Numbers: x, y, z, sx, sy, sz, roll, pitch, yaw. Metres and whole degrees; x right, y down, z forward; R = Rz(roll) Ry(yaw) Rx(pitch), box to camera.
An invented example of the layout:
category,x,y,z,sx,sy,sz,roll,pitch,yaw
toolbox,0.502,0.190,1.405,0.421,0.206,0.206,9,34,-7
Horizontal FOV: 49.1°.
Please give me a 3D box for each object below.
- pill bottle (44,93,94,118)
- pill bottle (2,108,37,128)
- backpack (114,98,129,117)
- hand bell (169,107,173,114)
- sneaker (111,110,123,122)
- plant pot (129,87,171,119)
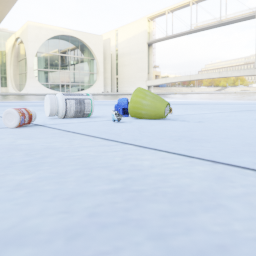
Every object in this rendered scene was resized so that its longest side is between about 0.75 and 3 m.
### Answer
category,x,y,z,sx,sy,sz,roll,pitch,yaw
pill bottle,-2.510,-0.959,11.985,1.915,1.083,1.083,-3,7,-30
pill bottle,-3.374,-0.339,8.830,0.599,0.599,1.068,2,7,15
backpack,-0.269,-0.952,12.805,0.734,0.875,0.711,-1,8,-6
hand bell,2.239,-0.865,14.756,0.418,0.418,0.803,3,-5,22
sneaker,-0.411,-0.363,10.167,0.320,0.367,0.817,7,19,-18
plant pot,0.950,-0.884,11.340,1.407,1.316,1.316,16,13,26
